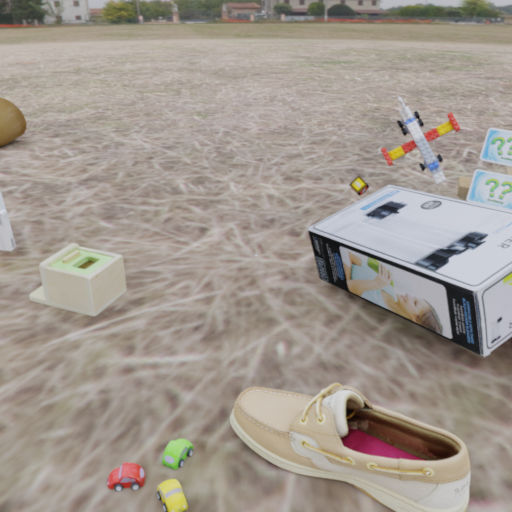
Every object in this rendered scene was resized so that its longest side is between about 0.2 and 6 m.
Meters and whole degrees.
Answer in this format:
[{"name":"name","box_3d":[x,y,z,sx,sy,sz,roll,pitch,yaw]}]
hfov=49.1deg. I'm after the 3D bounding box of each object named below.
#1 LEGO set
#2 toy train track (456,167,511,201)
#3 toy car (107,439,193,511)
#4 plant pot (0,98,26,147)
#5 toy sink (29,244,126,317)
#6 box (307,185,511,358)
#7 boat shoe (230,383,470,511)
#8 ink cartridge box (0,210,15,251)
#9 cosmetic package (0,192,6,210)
[{"name":"LEGO set","box_3d":[3.286,-1.460,10.091,3.064,2.289,0.752,18,0,22]},{"name":"toy train track","box_3d":[5.812,-0.660,10.498,4.129,0.672,2.368,15,36,11]},{"name":"toy car","box_3d":[-0.912,2.068,5.523,0.884,0.197,0.832,13,29,23]},{"name":"plant pot","box_3d":[-7.553,-3.647,16.074,1.300,1.300,1.395,6,42,12]},{"name":"toy sink","box_3d":[-2.747,0.309,8.496,1.255,0.703,0.818,11,28,21]},{"name":"box","box_3d":[2.409,-0.004,7.781,1.833,0.945,3.144,-27,28,-21]},{"name":"boat shoe","box_3d":[0.866,1.696,5.523,2.476,0.856,0.913,13,29,25]},{"name":"ink cartridge box","box_3d":[-4.480,-0.445,9.473,0.646,0.733,0.164,4,32,5]},{"name":"cosmetic package","box_3d":[-5.132,-1.031,9.762,1.179,1.183,0.727,-13,20,-13]}]
